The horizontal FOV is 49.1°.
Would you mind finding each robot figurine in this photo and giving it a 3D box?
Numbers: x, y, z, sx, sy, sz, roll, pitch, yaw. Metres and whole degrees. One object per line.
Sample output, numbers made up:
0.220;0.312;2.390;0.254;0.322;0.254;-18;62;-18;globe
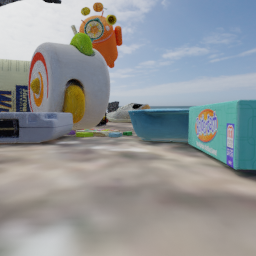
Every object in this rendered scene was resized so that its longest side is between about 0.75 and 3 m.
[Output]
-1.065;-3.088;10.173;1.563;1.267;2.172;6;-38;14;robot figurine

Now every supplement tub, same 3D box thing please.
-3.216;-0.932;7.568;2.548;1.847;1.847;-1;3;-22;supplement tub

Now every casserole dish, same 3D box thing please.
0.917;-0.070;4.392;1.413;0.453;2.333;1;4;24;casserole dish

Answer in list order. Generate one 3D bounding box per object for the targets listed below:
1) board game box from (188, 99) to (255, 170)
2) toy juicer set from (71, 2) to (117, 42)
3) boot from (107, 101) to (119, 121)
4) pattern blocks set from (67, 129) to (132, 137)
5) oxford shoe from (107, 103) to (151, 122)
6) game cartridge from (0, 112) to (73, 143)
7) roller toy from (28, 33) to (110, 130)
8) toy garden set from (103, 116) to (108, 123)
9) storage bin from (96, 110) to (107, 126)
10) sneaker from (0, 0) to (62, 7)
1.691;0.016;2.404;2.070;0.466;1.574;0;3;1;board game box
-1.191;-3.226;8.786;0.998;1.569;0.427;43;10;-36;toy juicer set
-0.456;-0.809;13.434;1.518;1.000;0.530;2;2;31;boot
-0.526;0.075;4.969;1.187;0.096;1.043;1;3;22;pattern blocks set
0.031;-0.692;12.156;1.020;0.783;2.712;-26;18;-39;oxford shoe
-2.063;-0.040;4.152;2.323;0.475;1.547;0;6;-1;game cartridge
-1.433;-0.884;6.305;1.466;2.097;1.913;-3;-20;-34;roller toy
-1.795;-0.375;11.288;1.460;0.349;1.751;2;3;29;toy garden set
-0.979;-0.386;8.910;0.426;0.615;0.909;0;3;7;storage bin
-1.784;-2.540;4.906;1.145;0.759;2.013;6;35;-3;sneaker
